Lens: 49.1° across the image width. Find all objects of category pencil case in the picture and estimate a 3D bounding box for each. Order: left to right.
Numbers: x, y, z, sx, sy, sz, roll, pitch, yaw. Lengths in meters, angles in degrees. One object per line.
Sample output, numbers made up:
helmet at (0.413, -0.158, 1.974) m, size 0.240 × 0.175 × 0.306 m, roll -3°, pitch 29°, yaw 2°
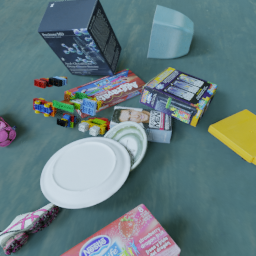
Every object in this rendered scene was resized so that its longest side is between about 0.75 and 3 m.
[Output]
pencil case at (-4.398, -0.149, 9.222) m, size 1.738 × 0.814 × 0.789 m, roll 33°, pitch 68°, yaw 31°

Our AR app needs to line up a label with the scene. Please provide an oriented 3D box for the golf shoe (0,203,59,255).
golf shoe at (-2.479, 2.322, 6.960) m, size 1.577 × 0.573 × 0.726 m, roll -34°, pitch 54°, yaw -29°

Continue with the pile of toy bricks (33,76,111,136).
pile of toy bricks at (-1.794, -0.906, 9.649) m, size 2.923 × 1.622 × 1.443 m, roll 19°, pitch 25°, yaw 23°

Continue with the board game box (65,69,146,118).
board game box at (-0.809, -1.429, 10.883) m, size 2.912 × 0.283 × 1.499 m, roll -25°, pitch 52°, yaw -23°

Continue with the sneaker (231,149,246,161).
sneaker at (3.563, 0.683, 8.791) m, size 0.382 × 0.276 × 0.781 m, roll -26°, pitch 53°, yaw -23°

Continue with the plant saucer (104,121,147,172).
plant saucer at (-0.101, 0.642, 8.416) m, size 1.721 × 0.432 × 1.721 m, roll -17°, pitch 56°, yaw 28°

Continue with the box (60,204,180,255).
box at (-0.428, 3.008, 5.702) m, size 2.777 × 1.384 × 1.326 m, roll -27°, pitch 51°, yaw -23°

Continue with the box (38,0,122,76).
box at (-1.679, -3.313, 10.608) m, size 1.990 × 2.681 × 1.435 m, roll 5°, pitch 67°, yaw 21°

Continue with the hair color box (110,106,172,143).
hair color box at (0.453, -0.126, 9.347) m, size 1.972 × 0.598 × 0.976 m, roll 5°, pitch 44°, yaw 5°

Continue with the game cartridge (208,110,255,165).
game cartridge at (3.891, 0.233, 8.972) m, size 2.050 × 0.332 × 1.807 m, roll -21°, pitch 48°, yaw -31°

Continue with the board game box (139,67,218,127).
board game box at (1.854, -1.198, 9.854) m, size 2.048 × 0.703 × 2.478 m, roll 24°, pitch 35°, yaw 17°

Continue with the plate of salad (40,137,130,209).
plate of salad at (-1.180, 1.226, 7.941) m, size 2.573 × 0.618 × 2.573 m, roll -7°, pitch 41°, yaw 6°

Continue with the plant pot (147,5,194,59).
plant pot at (1.972, -4.215, 12.679) m, size 1.832 × 1.799 × 1.794 m, roll 11°, pitch 46°, yaw 2°
